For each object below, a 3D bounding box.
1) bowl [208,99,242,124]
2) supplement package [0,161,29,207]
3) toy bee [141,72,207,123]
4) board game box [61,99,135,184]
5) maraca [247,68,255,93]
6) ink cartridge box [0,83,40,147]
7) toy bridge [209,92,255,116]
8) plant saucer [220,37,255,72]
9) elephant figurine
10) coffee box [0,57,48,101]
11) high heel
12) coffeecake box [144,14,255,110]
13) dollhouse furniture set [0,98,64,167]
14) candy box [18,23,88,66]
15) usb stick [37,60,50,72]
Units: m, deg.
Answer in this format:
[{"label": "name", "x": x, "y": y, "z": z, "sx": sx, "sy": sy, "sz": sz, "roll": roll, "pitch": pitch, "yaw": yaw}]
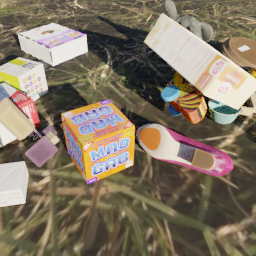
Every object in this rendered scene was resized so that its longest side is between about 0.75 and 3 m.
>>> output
[{"label": "bowl", "x": 3.099, "y": -0.514, "z": 9.111, "sx": 1.041, "sy": 0.545, "sz": 1.041, "roll": 0, "pitch": 38, "yaw": 0}, {"label": "supplement package", "x": -2.871, "y": 1.353, "z": 6.806, "sx": 0.726, "sy": 0.517, "sz": 0.932, "roll": -6, "pitch": 38, "yaw": -9}, {"label": "toy bee", "x": 1.661, "y": -1.218, "z": 8.989, "sx": 1.415, "sy": 1.704, "sz": 2.603, "roll": -42, "pitch": 60, "yaw": -9}, {"label": "board game box", "x": -0.778, "y": 0.323, "z": 7.391, "sx": 1.389, "sy": 1.389, "sz": 1.390, "roll": -20, "pitch": 43, "yaw": -24}, {"label": "maraca", "x": 4.745, "y": -1.801, "z": 10.437, "sx": 1.698, "sy": 0.908, "sz": 1.164, "roll": 14, "pitch": 34, "yaw": 22}, {"label": "ink cartridge box", "x": -4.216, "y": -0.214, "z": 8.301, "sx": 1.779, "sy": 1.032, "sz": 2.465, "roll": 27, "pitch": 47, "yaw": 33}, {"label": "toy bridge", "x": 4.304, "y": -0.815, "z": 9.608, "sx": 2.909, "sy": 0.396, "sz": 0.978, "roll": 4, "pitch": 42, "yaw": 5}, {"label": "plant saucer", "x": 5.231, "y": -3.031, "z": 11.779, "sx": 2.732, "sy": 0.402, "sz": 2.732, "roll": 9, "pitch": 47, "yaw": -10}, {"label": "elephant figurine", "x": 2.469, "y": -3.596, "z": 11.260, "sx": 2.049, "sy": 2.641, "sz": 1.869, "roll": -3, "pitch": 39, "yaw": -4}, {"label": "coffee box", "x": -3.785, "y": -1.683, "z": 10.051, "sx": 1.177, "sy": 1.175, "sz": 1.164, "roll": 20, "pitch": 43, "yaw": 23}, {"label": "high heel", "x": 1.509, "y": 0.571, "z": 7.810, "sx": 2.753, "sy": 0.927, "sz": 1.321, "roll": 15, "pitch": -1, "yaw": 43}, {"label": "coffeecake box", "x": 2.224, "y": -2.008, "z": 8.561, "sx": 2.248, "sy": 1.070, "sz": 2.928, "roll": 11, "pitch": 33, "yaw": -46}, {"label": "dollhouse furniture set", "x": -2.671, "y": -0.288, "z": 7.704, "sx": 1.536, "sy": 1.939, "sz": 1.376, "roll": -45, "pitch": 37, "yaw": -13}, {"label": "candy box", "x": -3.512, "y": -4.002, "z": 13.167, "sx": 2.488, "sy": 0.890, "sz": 2.087, "roll": 29, "pitch": 47, "yaw": 30}, {"label": "usb stick", "x": -4.402, "y": -2.200, "z": 11.323, "sx": 2.459, "sy": 0.401, "sz": 0.682, "roll": -27, "pitch": 46, "yaw": -30}]
